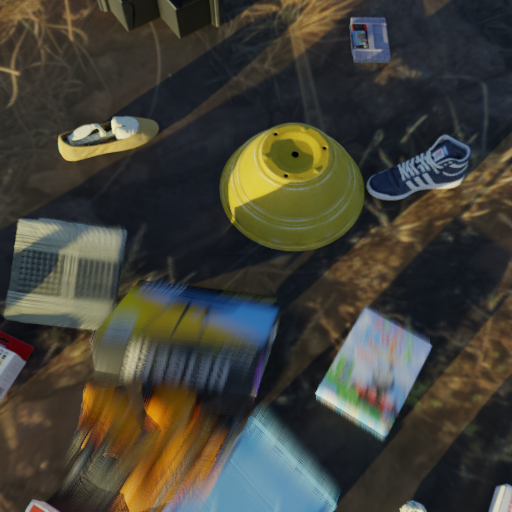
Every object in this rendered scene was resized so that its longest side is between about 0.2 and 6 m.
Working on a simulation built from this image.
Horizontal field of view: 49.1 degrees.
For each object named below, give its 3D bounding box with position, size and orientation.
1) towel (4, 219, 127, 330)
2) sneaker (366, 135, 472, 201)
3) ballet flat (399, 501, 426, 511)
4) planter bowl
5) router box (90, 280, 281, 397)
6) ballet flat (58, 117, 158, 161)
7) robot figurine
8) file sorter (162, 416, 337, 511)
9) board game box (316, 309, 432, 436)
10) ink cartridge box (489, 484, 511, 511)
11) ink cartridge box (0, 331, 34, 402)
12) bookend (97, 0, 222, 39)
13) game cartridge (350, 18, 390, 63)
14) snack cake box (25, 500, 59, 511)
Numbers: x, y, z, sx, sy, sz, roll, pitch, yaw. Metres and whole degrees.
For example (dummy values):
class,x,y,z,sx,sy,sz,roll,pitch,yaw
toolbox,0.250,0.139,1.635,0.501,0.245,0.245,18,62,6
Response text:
class,x,y,z,sx,sy,sz,roll,pitch,yaw
towel,-3.583,0.340,10.547,2.059,0.356,1.982,8,86,-3
sneaker,3.396,-1.832,11.611,2.138,1.160,0.749,-10,64,-5
ballet flat,2.597,4.714,8.698,0.603,0.603,1.681,-9,64,-4
planter bowl,0.770,-1.758,11.514,3.107,1.294,3.107,0,63,0
router box,-1.084,1.300,9.546,2.734,0.698,2.040,6,27,10
ballet flat,-3.231,-2.649,12.280,2.222,0.700,0.762,-21,65,-10
robot figurine,-1.537,2.608,8.175,2.245,3.097,0.901,-7,101,-22
file sorter,-0.420,4.072,8.371,2.784,1.708,1.932,-41,70,-18
board game box,2.135,2.052,10.112,1.391,0.337,1.839,29,65,13
ink cartridge box,4.342,4.319,8.914,1.173,0.494,0.848,25,66,12
ink cartridge box,-4.939,1.831,10.126,1.310,0.549,1.150,21,65,11
bookend,-2.463,-6.367,13.927,2.339,1.078,2.325,-31,67,-14
game cartridge,2.809,-5.375,13.908,0.910,0.269,1.403,2,63,-4
snack cake box,-3.486,4.821,8.622,0.978,0.571,1.700,25,66,14
